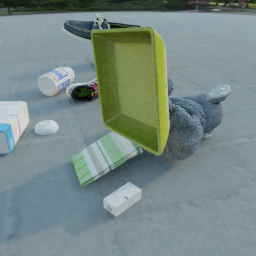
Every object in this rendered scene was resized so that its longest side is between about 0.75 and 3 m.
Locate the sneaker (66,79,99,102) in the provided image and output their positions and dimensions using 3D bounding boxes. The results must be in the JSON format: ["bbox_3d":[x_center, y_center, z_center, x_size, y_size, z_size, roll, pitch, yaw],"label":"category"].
[{"bbox_3d":[-1.766,-1.863,14.011,2.553,0.942,1.117,-12,31,-12],"label":"sneaker"}]

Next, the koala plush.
[{"bbox_3d":[2.252,-0.352,9.946,2.910,2.580,2.674,-16,45,-27],"label":"koala plush"}]

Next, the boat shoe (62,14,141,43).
[{"bbox_3d":[-0.728,-3.016,8.595,2.485,0.768,0.930,7,43,-20],"label":"boat shoe"}]

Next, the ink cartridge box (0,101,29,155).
[{"bbox_3d":[-5.015,-0.073,10.619,1.778,1.042,2.461,0,30,-1],"label":"ink cartridge box"}]

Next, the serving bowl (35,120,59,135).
[{"bbox_3d":[-3.325,-0.073,11.387,0.950,0.313,0.950,-1,30,0],"label":"serving bowl"}]

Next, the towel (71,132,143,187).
[{"bbox_3d":[-0.714,0.861,8.980,2.157,0.331,1.609,-32,33,-3],"label":"towel"}]

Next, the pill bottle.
[{"bbox_3d":[-3.766,-2.592,15.062,1.149,1.149,2.050,11,30,19],"label":"pill bottle"}]

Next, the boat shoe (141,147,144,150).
[{"bbox_3d":[0.048,0.572,9.498,1.703,0.575,0.613,-32,38,-18],"label":"boat shoe"}]

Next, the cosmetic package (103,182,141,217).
[{"bbox_3d":[-0.139,1.941,7.703,0.509,0.370,1.000,25,39,37],"label":"cosmetic package"}]

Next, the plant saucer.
[{"bbox_3d":[0.123,-1.062,7.053,0.671,2.802,2.798,-17,24,-28],"label":"plant saucer"}]
